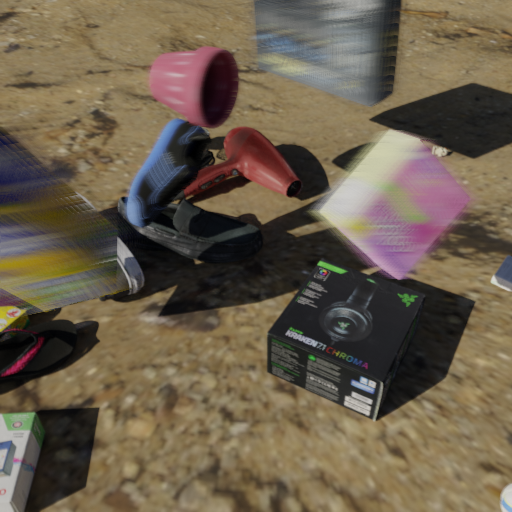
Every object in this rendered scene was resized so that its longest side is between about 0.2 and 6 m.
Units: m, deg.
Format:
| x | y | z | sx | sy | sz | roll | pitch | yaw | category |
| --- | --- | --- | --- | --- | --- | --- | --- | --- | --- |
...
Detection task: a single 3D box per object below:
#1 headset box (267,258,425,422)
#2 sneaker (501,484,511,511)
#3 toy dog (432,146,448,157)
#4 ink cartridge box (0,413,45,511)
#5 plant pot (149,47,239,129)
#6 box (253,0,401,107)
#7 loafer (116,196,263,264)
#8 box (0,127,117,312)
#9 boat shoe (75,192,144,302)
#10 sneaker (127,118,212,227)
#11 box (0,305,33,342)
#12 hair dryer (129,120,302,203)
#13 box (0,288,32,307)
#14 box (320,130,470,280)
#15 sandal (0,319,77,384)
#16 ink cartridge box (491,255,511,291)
| x | y | z | sx | sy | sz | roll | pitch | yaw | category |
| --- | --- | --- | --- | --- | --- | --- | --- | --- | --- |
| 1.417 | 1.151 | 8.619 | 1.796 | 0.957 | 2.062 | 21 | 45 | 23 | headset box |
| 3.370 | 3.674 | 5.576 | 1.467 | 1.058 | 2.793 | -24 | 47 | -25 | sneaker |
| 4.443 | -2.510 | 13.527 | 0.352 | 0.246 | 0.342 | 11 | 21 | 10 | toy dog |
| -3.338 | 2.682 | 7.136 | 0.908 | 0.547 | 1.250 | -1 | 42 | -3 | ink cartridge box |
| -1.124 | -2.961 | 9.628 | 1.172 | 1.309 | 1.309 | 20 | 44 | 24 | plant pot |
| 1.257 | -4.478 | 10.729 | 0.785 | 2.425 | 3.076 | -35 | 49 | -30 | box |
| -1.291 | -0.549 | 10.574 | 2.878 | 1.010 | 0.977 | 9 | 41 | 10 | loafer |
| -3.105 | -0.525 | 6.788 | 1.236 | 3.527 | 1.134 | -15 | 61 | 13 | box |
| -3.189 | -0.166 | 10.235 | 0.977 | 1.031 | 2.948 | -27 | 55 | -30 | boat shoe |
| -1.422 | -1.273 | 9.158 | 0.756 | 1.941 | 0.681 | 30 | 8 | 30 | sneaker |
| -4.391 | 1.192 | 9.048 | 0.875 | 0.361 | 1.491 | 20 | 46 | 22 | box |
| -0.714 | -1.804 | 12.418 | 3.624 | 0.985 | 2.760 | 7 | 56 | 16 | hair dryer |
| -4.199 | 0.403 | 9.412 | 0.954 | 0.524 | 1.084 | 0 | 19 | -41 | box |
| 1.684 | -0.614 | 6.802 | 1.324 | 1.165 | 0.640 | -49 | 29 | 4 | box |
| -3.706 | 1.482 | 8.335 | 2.241 | 0.505 | 0.842 | -20 | 55 | -36 | sandal |
| 4.809 | 0.424 | 10.080 | 0.903 | 0.226 | 0.727 | 31 | 49 | 25 | ink cartridge box |
